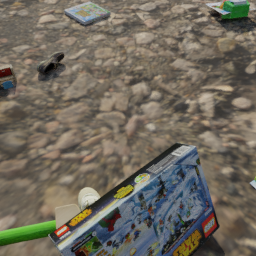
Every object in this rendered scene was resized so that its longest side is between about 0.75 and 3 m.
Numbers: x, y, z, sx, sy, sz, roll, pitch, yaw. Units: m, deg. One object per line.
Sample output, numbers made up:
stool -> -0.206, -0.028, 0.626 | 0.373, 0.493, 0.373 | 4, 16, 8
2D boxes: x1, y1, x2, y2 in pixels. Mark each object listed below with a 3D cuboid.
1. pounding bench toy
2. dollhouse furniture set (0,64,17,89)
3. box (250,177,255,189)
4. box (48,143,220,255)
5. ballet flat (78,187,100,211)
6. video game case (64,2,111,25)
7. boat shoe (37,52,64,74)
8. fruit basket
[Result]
pounding bench toy -> -2.006, 2.151, 3.785 | 2.175, 1.732, 2.788 | 12, 47, 12
dollhouse furniture set -> -3.762, -1.382, 7.799 | 1.169, 0.819, 0.824 | -20, 49, -18
box -> 3.226, 1.070, 5.837 | 1.149, 0.274, 0.701 | -23, 50, -22
box -> 0.299, 1.587, 4.346 | 2.517, 1.723, 0.502 | -31, 22, -27
ballet flat -> -0.629, 1.602, 5.191 | 0.490, 0.490, 1.410 | -13, 48, -13
video game case -> -1.661, -4.727, 11.463 | 1.315, 0.159, 1.444 | -33, 55, -27
boat shoe -> -2.352, -2.001, 8.758 | 0.376, 0.382, 1.026 | 37, 65, 19
fruit basket -> 4.122, -4.948, 11.311 | 1.412, 0.715, 1.525 | -11, 44, -10
